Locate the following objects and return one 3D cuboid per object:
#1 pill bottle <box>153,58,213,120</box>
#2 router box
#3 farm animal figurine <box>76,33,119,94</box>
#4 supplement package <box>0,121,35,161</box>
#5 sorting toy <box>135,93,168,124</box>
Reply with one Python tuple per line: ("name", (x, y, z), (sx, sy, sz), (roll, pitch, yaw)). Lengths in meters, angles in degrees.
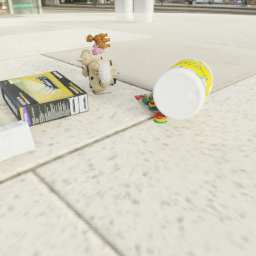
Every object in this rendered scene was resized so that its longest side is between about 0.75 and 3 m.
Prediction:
("pill bottle", (1.896, -1.394, 8.984), (1.522, 1.522, 2.699), (11, 26, 21))
("router box", (-3.030, -1.147, 9.906), (2.249, 0.747, 2.861), (-19, 34, -29))
("farm animal figurine", (-1.370, -2.480, 11.282), (1.304, 2.474, 2.501), (-13, -13, -13))
("supplement package", (-2.970, 0.298, 7.107), (0.901, 0.684, 0.679), (-22, 21, -30))
("sorting toy", (1.148, -0.958, 10.002), (1.268, 0.445, 2.631), (-7, 28, -14))
